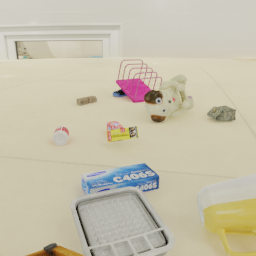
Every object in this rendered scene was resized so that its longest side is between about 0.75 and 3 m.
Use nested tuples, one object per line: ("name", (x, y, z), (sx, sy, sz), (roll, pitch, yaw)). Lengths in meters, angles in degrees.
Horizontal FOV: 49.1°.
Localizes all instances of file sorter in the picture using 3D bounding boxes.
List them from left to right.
("file sorter", (0.649, -2.849, 16.485), (1.717, 1.549, 2.470), (-9, 40, -27))

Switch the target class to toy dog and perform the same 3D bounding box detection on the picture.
("toy dog", (1.634, -1.305, 12.759), (2.468, 1.776, 2.545), (-4, 16, 26))

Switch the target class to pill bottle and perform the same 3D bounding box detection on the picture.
("pill bottle", (-2.364, 0.234, 9.942), (0.516, 0.516, 0.919), (-2, 17, -7))

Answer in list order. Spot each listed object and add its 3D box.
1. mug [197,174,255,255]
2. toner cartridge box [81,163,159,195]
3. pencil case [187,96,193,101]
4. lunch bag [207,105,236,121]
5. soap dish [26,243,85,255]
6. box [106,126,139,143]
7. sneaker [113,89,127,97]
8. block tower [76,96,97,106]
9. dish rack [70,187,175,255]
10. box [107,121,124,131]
("mug", (1.947, 1.529, 5.200), (1.155, 1.126, 1.406), (-7, 12, 5))
("toner cartridge box", (-0.190, 1.305, 6.865), (1.749, 0.378, 0.831), (-7, 18, -23))
("pencil case", (2.754, -1.334, 14.580), (1.403, 0.613, 0.613), (-11, 21, -27))
("lunch bag", (4.128, -0.629, 12.461), (1.006, 0.591, 0.825), (-8, 18, -9))
("soap dish", (-1.326, 1.987, 2.797), (2.309, 0.938, 1.817), (-8, -8, -33))
("box", (-0.177, 0.211, 9.391), (1.052, 0.396, 0.264), (-9, -12, 10))
("sneaker", (-0.166, -2.360, 17.537), (1.738, 0.677, 0.610), (-9, 21, -25))
("block tower", (-2.299, -1.524, 15.543), (0.369, 0.345, 1.277), (13, 22, 37))
("dish rack", (-0.167, 1.806, 5.097), (1.527, 0.387, 1.780), (-8, 27, -21))
("box", (-0.491, 0.051, 10.652), (0.445, 0.410, 0.867), (-6, 19, -18))
